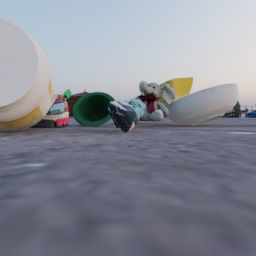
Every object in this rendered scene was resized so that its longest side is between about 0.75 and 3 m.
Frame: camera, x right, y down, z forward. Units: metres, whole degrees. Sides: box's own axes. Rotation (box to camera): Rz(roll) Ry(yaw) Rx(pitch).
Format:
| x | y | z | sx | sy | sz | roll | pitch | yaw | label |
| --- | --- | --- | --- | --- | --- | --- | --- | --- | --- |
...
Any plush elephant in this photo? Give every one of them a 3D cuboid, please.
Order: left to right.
| x | y | z | sx | sy | sz | roll | pitch | yaw | label |
| --- | --- | --- | --- | --- | --- | --- | --- | --- | --- |
| 0.600 | -0.755 | 7.615 | 1.225 | 1.151 | 1.487 | 1 | 2 | 31 | plush elephant |

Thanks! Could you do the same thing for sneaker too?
| x | y | z | sx | sy | sz | roll | pitch | yaw | label |
| --- | --- | --- | --- | --- | --- | --- | --- | --- | --- |
| -2.654 | -0.448 | 7.603 | 2.288 | 0.854 | 0.923 | 0 | 2 | 12 | sneaker |
| 0.018 | -0.367 | 5.453 | 0.685 | 0.616 | 1.587 | -30 | 10 | -6 | sneaker |

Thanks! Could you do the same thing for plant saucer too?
| x | y | z | sx | sy | sz | roll | pitch | yaw | label |
| --- | --- | --- | --- | --- | --- | --- | --- | --- | --- |
| 0.999 | -0.981 | 10.669 | 2.891 | 0.700 | 2.890 | -24 | -2 | 29 | plant saucer |

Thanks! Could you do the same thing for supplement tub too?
| x | y | z | sx | sy | sz | roll | pitch | yaw | label |
| --- | --- | --- | --- | --- | --- | --- | --- | --- | --- |
| -2.170 | -0.825 | 4.946 | 1.578 | 1.578 | 2.182 | -1 | -6 | -13 | supplement tub |

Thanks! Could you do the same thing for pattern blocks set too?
| x | y | z | sx | sy | sz | roll | pitch | yaw | label |
| --- | --- | --- | --- | --- | --- | --- | --- | --- | --- |
| -2.295 | -0.535 | 6.710 | 1.914 | 0.155 | 1.683 | -14 | 33 | 9 | pattern blocks set |

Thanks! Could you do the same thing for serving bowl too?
| x | y | z | sx | sy | sz | roll | pitch | yaw | label |
| --- | --- | --- | --- | --- | --- | --- | --- | --- | --- |
| 2.229 | -0.558 | 8.326 | 2.240 | 0.737 | 2.240 | -15 | -9 | -2 | serving bowl |

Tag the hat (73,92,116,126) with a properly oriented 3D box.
| x | y | z | sx | sy | sz | roll | pitch | yaw | label |
| --- | --- | --- | --- | --- | --- | --- | --- | --- | --- |
| -0.963 | -0.235 | 9.026 | 1.357 | 1.638 | 1.442 | -16 | -40 | -5 | hat |
